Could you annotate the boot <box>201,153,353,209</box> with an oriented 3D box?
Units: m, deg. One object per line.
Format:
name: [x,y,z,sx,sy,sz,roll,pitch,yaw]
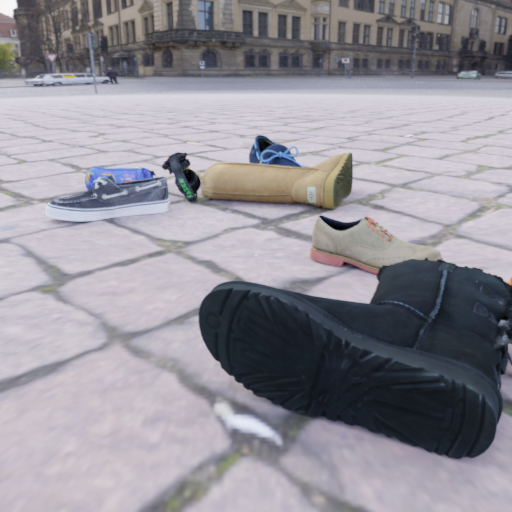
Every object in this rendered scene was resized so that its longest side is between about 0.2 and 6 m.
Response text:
boot: [0.647,-2.002,13.913,3.210,1.062,2.811,6,20,20]

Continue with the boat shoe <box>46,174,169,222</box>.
boat shoe: [-3.215,-1.326,12.221,2.663,0.903,0.955,-7,21,-18]

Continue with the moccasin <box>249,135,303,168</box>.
moccasin: [0.440,-2.544,15.182,1.212,1.027,3.012,-12,29,-23]

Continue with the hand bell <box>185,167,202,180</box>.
hand bell: [-1.404,-2.115,15.241,1.058,0.551,0.551,5,17,-25]

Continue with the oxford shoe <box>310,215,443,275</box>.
oxford shoe: [1.961,-0.204,9.262,2.234,0.835,0.787,8,21,20]

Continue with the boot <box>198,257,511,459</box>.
boot: [1.354,0.704,6.281,3.248,1.202,2.661,17,27,21]

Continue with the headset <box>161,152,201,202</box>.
headset: [-1.899,-1.978,13.609,0.850,1.117,1.809,-22,35,4]

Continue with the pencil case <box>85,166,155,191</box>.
pencil case: [-3.421,-1.902,14.053,1.712,0.743,0.668,4,26,14]

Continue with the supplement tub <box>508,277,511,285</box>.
supplement tub: [3.352,0.546,7.074,0.467,0.874,0.467,12,28,-7]
